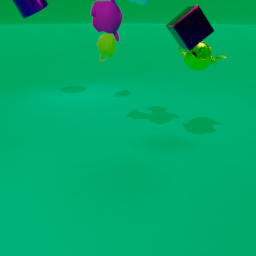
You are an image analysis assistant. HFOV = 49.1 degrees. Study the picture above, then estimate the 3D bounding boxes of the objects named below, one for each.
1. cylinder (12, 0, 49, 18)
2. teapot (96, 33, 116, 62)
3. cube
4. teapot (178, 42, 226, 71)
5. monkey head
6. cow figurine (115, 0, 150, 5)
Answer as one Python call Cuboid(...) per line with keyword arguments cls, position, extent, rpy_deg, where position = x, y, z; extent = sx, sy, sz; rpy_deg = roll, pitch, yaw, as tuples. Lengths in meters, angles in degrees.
Cuboid(cls="cylinder", position=(-3.654, -4.767, 10.214), extent=(1.101, 1.101, 1.101), rpy_deg=(-19, 32, 13))
Cuboid(cls="teapot", position=(-0.865, -3.283, 10.904), extent=(0.715, 1.460, 0.908), rpy_deg=(8, -1, 10))
Cuboid(cls="cube", position=(1.425, -2.323, 6.516), extent=(0.703, 0.703, 0.703), rpy_deg=(-38, 20, 8))
Cuboid(cls="teapot", position=(1.944, -1.957, 7.496), extent=(1.275, 0.792, 0.624), rpy_deg=(16, -21, 1))
Cuboid(cls="monkey head", position=(-0.504, -3.005, 7.455), extent=(0.795, 1.319, 0.949), rpy_deg=(6, 42, 11))
Cuboid(cls="cow figurine", position=(-0.036, -3.576, 6.904), extent=(1.541, 0.860, 1.566), rpy_deg=(35, 20, 34))
